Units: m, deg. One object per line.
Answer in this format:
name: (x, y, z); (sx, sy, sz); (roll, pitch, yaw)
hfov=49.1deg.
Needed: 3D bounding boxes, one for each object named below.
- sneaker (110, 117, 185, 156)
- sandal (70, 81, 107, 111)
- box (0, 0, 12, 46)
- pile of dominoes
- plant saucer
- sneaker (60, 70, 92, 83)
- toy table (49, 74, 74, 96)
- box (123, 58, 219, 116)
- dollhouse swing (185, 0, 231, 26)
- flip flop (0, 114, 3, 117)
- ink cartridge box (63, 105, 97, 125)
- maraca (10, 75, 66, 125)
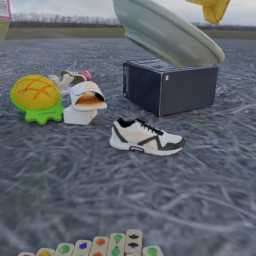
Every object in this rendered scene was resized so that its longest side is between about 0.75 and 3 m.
sneaker: (0.473, 0.191, 7.122); (1.960, 0.784, 0.722); (6, 21, 10)
sandal: (-1.491, -1.204, 9.376); (1.011, 0.756, 2.639); (-8, 23, -20)
box: (-3.381, -2.875, 6.875); (0.635, 1.156, 1.314); (-4, -12, -36)
pile of dominoes: (-0.557, 1.878, 3.449); (2.094, 0.333, 1.632); (-5, 22, -15)
plant saucer: (0.651, -1.772, 5.585); (2.527, 0.634, 2.527); (30, 11, -7)
sneaker: (-2.683, -2.754, 14.759); (1.651, 0.588, 0.929); (19, 32, 24)
toy table: (-2.957, -1.933, 12.481); (1.192, 0.759, 1.296); (3, 21, 7)
box: (1.525, -1.710, 10.726); (2.610, 1.609, 2.589); (-12, 25, -27)
dollhouse swing: (1.581, -2.680, 5.668); (0.746, 0.848, 0.771); (5, 57, -5)
flip flop: (-4.654, -0.482, 9.543); (0.758, 0.218, 0.307); (0, 22, -1)
ink cartridge box: (-1.563, -0.513, 9.298); (0.801, 0.452, 1.093); (4, 22, 11)
maraca: (-3.011, -0.945, 9.472); (1.654, 1.291, 2.413); (-17, 49, -27)
